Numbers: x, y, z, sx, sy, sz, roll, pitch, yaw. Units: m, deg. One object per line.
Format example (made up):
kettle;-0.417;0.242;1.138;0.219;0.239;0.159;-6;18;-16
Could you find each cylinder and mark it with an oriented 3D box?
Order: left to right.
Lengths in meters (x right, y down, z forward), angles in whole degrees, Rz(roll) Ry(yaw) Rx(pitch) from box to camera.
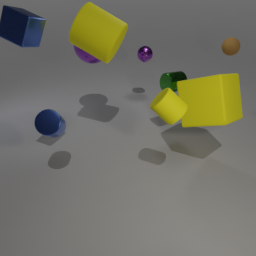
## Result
cylinder;-2.091;-0.105;7.598;0.700;0.700;0.700;-1;-7;-2
cylinder;-0.936;-3.019;8.965;1.400;1.400;1.400;30;33;-2
cylinder;1.049;-0.557;7.236;0.700;0.700;0.700;41;28;-14
cylinder;1.581;-1.595;9.742;0.700;0.700;0.700;-13;32;-29

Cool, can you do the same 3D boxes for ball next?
ball;-1.378;-3.178;10.719;1.400;1.400;1.400;0;30;0
ball;0.760;-3.304;12.512;0.700;0.700;0.700;0;30;0
ball;4.093;-3.241;11.143;0.700;0.700;0.700;0;30;0

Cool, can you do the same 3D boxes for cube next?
cube;-2.473;-2.355;6.550;0.700;0.700;0.700;27;22;8
cube;2.500;-0.841;8.524;1.400;1.400;1.400;-3;8;41
